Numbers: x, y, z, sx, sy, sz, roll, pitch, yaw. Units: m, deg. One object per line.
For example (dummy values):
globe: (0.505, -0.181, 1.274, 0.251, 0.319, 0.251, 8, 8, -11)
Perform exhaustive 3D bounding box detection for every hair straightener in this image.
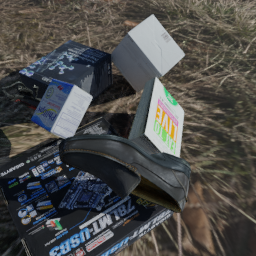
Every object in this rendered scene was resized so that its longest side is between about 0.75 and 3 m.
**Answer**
hair straightener: (-2.369, -0.782, 6.642, 0.295, 1.441, 0.554, 17, 87, 29)

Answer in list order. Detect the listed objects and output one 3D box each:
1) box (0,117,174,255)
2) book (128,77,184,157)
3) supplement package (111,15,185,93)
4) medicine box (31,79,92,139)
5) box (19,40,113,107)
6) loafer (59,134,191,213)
box: (-0.904, 1.267, 5.543, 2.685, 0.667, 2.665, -28, 55, -23)
book: (0.776, -0.087, 6.616, 0.486, 1.351, 2.023, -26, 33, 35)
supplement package: (0.482, -2.010, 7.830, 1.073, 1.460, 1.396, -43, 98, -25)
medicine box: (-1.436, -0.412, 6.016, 0.970, 0.548, 1.065, 22, 83, 45)
box: (-1.657, -1.401, 7.952, 1.552, 1.119, 2.091, 24, 51, 22)
loafer: (-0.012, 0.739, 4.563, 2.331, 0.848, 0.843, 15, 52, -11)
